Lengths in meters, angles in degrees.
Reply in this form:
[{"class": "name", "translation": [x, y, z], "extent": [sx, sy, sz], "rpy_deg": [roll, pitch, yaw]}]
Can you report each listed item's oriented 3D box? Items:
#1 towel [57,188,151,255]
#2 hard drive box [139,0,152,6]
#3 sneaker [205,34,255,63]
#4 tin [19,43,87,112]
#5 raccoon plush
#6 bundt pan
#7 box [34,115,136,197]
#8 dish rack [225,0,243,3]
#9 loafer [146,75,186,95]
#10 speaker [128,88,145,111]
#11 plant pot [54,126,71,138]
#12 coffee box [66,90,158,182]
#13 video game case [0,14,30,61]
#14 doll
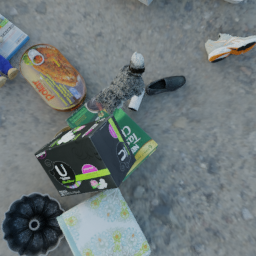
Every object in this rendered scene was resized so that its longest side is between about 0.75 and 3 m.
[{"class": "towel", "translation": [-0.689, 3.233, 8.350], "extent": [2.056, 0.578, 2.402], "rpy_deg": [-26, 80, -19]}, {"class": "hard drive box", "translation": [0.318, -6.051, 10.401], "extent": [2.389, 0.918, 1.862], "rpy_deg": [37, 86, 13]}, {"class": "sneaker", "translation": [3.723, -3.105, 10.108], "extent": [1.953, 0.739, 0.898], "rpy_deg": [-18, 74, -5]}, {"class": "tin", "translation": [-2.636, -1.756, 9.906], "extent": [1.545, 0.578, 2.759], "rpy_deg": [-40, 81, -12]}, {"class": "raccoon plush", "translation": [-0.307, -1.282, 8.043], "extent": [1.341, 2.001, 0.968], "rpy_deg": [-39, 67, -16]}, {"class": "bundt pan", "translation": [-2.850, 2.968, 8.730], "extent": [1.932, 0.725, 1.932], "rpy_deg": [1, 79, -6]}, {"class": "box", "translation": [-1.170, 0.822, 7.896], "extent": [2.154, 1.339, 1.600], "rpy_deg": [-17, 109, 33]}, {"class": "dish rack", "translation": [3.732, -6.227, 10.800], "extent": [2.491, 0.632, 2.902], "rpy_deg": [24, 79, 4]}, {"class": "loafer", "translation": [1.347, -1.524, 9.843], "extent": [1.500, 0.527, 0.509], "rpy_deg": [-17, 78, -4]}, {"class": "speaker", "translation": [0.311, -1.024, 9.831], "extent": [0.344, 0.344, 0.848], "rpy_deg": [19, 79, 4]}, {"class": "plant pot", "translation": [-1.747, 0.745, 9.484], "extent": [1.734, 0.238, 1.734], "rpy_deg": [1, 76, -2]}, {"class": "coffee box", "translation": [-0.518, 0.219, 9.204], "extent": [1.671, 0.598, 2.717], "rpy_deg": [-41, 78, -14]}, {"class": "video game case", "translation": [-4.971, -3.448, 10.431], "extent": [2.131, 0.190, 1.525], "rpy_deg": [38, 81, 7]}, {"class": "doll", "translation": [-5.067, -2.679, 9.767], "extent": [2.596, 0.629, 1.771], "rpy_deg": [45, 64, -5]}]
